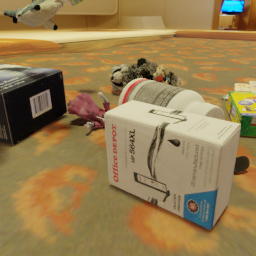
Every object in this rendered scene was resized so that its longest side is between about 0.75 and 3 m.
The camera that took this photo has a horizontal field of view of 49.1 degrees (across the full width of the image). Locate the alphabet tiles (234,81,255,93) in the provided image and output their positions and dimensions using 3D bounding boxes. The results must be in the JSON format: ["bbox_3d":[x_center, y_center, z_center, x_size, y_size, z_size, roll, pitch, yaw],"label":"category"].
[{"bbox_3d":[5.750,-1.437,11.080,2.922,0.213,2.858,8,22,18],"label":"alphabet tiles"}]

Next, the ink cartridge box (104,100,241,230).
[{"bbox_3d":[0.667,0.517,4.859,2.116,1.545,0.892,15,29,34],"label":"ink cartridge box"}]

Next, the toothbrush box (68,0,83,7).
[{"bbox_3d":[-1.721,-4.795,10.113,0.774,0.333,0.564,-17,39,31],"label":"toothbrush box"}]

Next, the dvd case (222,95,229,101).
[{"bbox_3d":[3.947,-1.092,10.454,0.752,0.083,0.549,15,27,33],"label":"dvd case"}]

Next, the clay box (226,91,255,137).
[{"bbox_3d":[3.920,-0.530,8.415,1.569,0.650,2.731,5,25,9],"label":"clay box"}]

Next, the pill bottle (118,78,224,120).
[{"bbox_3d":[1.033,-0.359,7.054,1.410,1.410,2.547,-18,29,-36],"label":"pill bottle"}]

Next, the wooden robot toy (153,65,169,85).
[{"bbox_3d":[1.042,-1.489,10.204,0.820,1.807,0.796,-19,-31,27],"label":"wooden robot toy"}]

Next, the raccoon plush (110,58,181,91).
[{"bbox_3d":[0.576,-1.831,11.493,2.802,1.356,1.877,19,-9,-40],"label":"raccoon plush"}]

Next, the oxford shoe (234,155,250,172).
[{"bbox_3d":[1.899,0.778,5.838,1.197,0.427,0.427,-2,2,-17],"label":"oxford shoe"}]

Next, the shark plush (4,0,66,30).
[{"bbox_3d":[-2.382,-2.937,7.141,1.791,0.746,0.814,1,-20,35],"label":"shark plush"}]

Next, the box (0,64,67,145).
[{"bbox_3d":[-3.482,-0.846,8.038,2.392,1.486,2.411,9,27,21],"label":"box"}]

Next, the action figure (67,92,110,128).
[{"bbox_3d":[-0.973,-0.356,8.187,1.639,1.221,1.098,30,74,24],"label":"action figure"}]
